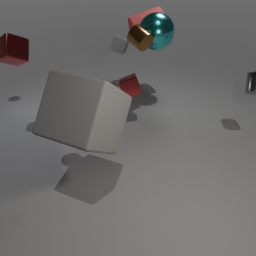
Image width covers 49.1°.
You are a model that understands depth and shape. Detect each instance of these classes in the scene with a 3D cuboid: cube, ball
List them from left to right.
[{"bbox_3d":[-3.440,-2.319,8.351,0.700,0.700,0.700,-5,-6,43],"label":"cube"},{"bbox_3d":[-0.942,-0.300,6.134,1.400,1.400,1.400,15,-2,23],"label":"cube"},{"bbox_3d":[-0.395,-4.141,13.895,0.700,0.700,0.700,23,25,2],"label":"cube"},{"bbox_3d":[0.089,-1.618,10.835,0.700,0.700,0.700,-20,23,7],"label":"cube"},{"bbox_3d":[1.092,-3.718,10.801,1.400,1.400,1.400,0,29,0],"label":"ball"}]

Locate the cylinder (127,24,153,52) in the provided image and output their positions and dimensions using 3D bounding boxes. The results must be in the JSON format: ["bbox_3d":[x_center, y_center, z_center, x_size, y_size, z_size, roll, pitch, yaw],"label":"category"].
[{"bbox_3d":[0.437,-3.249,10.121,0.700,0.700,0.700,-27,63,-39],"label":"cylinder"}]

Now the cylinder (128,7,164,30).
[{"bbox_3d":[0.873,-4.291,12.087,1.400,1.400,1.400,-20,31,-2],"label":"cylinder"}]

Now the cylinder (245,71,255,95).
[{"bbox_3d":[4.500,-1.553,9.780,0.700,0.700,0.700,7,-2,0],"label":"cylinder"}]
